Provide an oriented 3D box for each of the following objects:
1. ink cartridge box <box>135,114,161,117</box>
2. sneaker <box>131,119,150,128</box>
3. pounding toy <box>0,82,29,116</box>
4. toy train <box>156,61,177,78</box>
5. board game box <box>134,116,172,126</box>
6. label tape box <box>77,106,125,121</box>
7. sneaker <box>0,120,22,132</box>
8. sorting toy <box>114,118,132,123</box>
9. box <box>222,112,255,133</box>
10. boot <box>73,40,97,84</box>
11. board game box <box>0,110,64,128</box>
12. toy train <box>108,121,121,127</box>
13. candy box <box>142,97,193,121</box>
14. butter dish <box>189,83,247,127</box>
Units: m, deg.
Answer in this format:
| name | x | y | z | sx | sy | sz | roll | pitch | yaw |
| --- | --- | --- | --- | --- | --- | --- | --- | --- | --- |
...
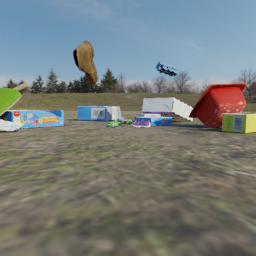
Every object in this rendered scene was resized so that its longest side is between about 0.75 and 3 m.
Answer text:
| name | x | y | z | sx | sy | sz | roll | pitch | yaw |
| --- | --- | --- | --- | --- | --- | --- | --- | --- | --- |
| ink cartridge box | 1.086 | -0.521 | 15.192 | 1.172 | 0.485 | 0.854 | -2 | 5 | -34 |
| sneaker | 0.562 | -0.207 | 12.124 | 0.857 | 0.357 | 0.345 | 1 | 4 | 23 |
| pounding toy | -5.340 | -1.232 | 10.754 | 2.215 | 1.331 | 2.869 | -29 | 26 | 9 |
| toy train | 1.913 | -2.867 | 13.803 | 1.111 | 0.482 | 0.635 | 10 | 41 | -30 |
| board game box | 1.231 | -0.350 | 13.788 | 1.359 | 0.380 | 1.330 | -3 | 5 | -34 |
| label tape box | -1.691 | -0.990 | 18.382 | 2.078 | 0.959 | 2.901 | 2 | 6 | 22 |
| sneaker | -4.397 | -0.113 | 9.757 | 0.551 | 0.555 | 1.533 | 2 | 3 | 36 |
| sorting toy | -0.265 | -0.349 | 14.895 | 0.952 | 0.230 | 1.690 | 4 | 5 | -2 |
| box | 4.758 | -0.236 | 10.419 | 2.727 | 0.683 | 1.026 | -2 | 6 | -36 |
| boot | -1.608 | -2.280 | 10.358 | 0.687 | 1.865 | 0.704 | 35 | 62 | 28 |
| board game box | -4.732 | -0.439 | 12.666 | 2.601 | 0.727 | 2.546 | 3 | 5 | 38 |
| toy train | -0.599 | -0.162 | 12.535 | 0.312 | 0.231 | 1.105 | 12 | 7 | 14 |
| candy box | 2.334 | -1.042 | 16.215 | 2.040 | 0.870 | 2.431 | 3 | -8 | 40 |
| butter dish | 4.015 | -0.712 | 11.826 | 2.134 | 1.582 | 2.140 | -5 | -35 | -23 |
